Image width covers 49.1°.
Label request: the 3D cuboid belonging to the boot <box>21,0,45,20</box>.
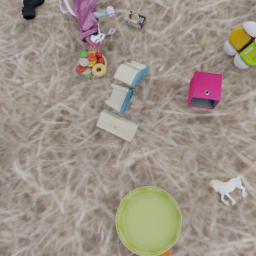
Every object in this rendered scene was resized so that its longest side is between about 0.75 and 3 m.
[{"bbox_3d":[-3.975,-5.024,11.751,1.029,0.381,0.843,-8,74,6],"label":"boot"}]

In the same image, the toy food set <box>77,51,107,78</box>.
[{"bbox_3d":[-1.446,-2.546,11.184,1.193,0.293,1.205,-2,77,0],"label":"toy food set"}]

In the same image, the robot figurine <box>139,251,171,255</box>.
[{"bbox_3d":[0.917,4.314,9.265,1.285,0.749,0.924,24,90,6],"label":"robot figurine"}]

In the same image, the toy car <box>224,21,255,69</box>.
[{"bbox_3d":[4.756,-3.220,10.966,1.234,1.440,1.646,-19,73,-42],"label":"toy car"}]

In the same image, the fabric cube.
[{"bbox_3d":[2.875,-1.401,10.516,1.033,1.053,1.049,9,76,3],"label":"fabric cube"}]

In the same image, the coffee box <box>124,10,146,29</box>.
[{"bbox_3d":[0.302,-4.496,11.651,0.793,0.317,0.448,24,77,6],"label":"coffee box"}]

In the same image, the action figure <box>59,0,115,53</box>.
[{"bbox_3d":[-1.596,-4.221,10.702,2.193,1.973,2.945,-6,71,-4],"label":"action figure"}]

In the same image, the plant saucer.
[{"bbox_3d":[0.680,3.031,9.207,2.173,0.338,2.173,-6,65,13],"label":"plant saucer"}]

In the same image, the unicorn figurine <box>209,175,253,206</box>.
[{"bbox_3d":[3.563,2.166,9.923,1.592,0.588,1.093,-23,79,-24],"label":"unicorn figurine"}]

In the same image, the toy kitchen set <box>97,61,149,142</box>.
[{"bbox_3d":[0.131,-1.093,10.625,1.424,1.936,2.417,26,114,6],"label":"toy kitchen set"}]
